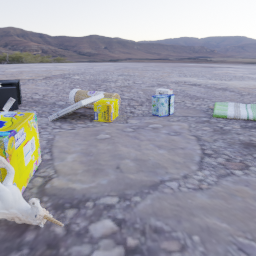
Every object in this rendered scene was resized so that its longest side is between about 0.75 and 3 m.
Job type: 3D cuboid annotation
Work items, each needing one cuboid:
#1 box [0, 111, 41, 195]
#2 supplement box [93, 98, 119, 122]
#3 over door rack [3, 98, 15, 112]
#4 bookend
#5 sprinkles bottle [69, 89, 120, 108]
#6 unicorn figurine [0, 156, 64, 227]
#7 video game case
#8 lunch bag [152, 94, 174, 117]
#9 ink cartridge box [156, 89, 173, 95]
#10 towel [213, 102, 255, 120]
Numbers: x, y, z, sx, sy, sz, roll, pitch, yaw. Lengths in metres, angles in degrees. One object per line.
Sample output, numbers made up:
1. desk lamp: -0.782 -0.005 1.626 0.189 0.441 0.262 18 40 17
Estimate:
1. box: -3.036 0.534 5.532 2.054 1.301 2.132 -2 16 -4
2. supplement box: -0.813 -0.717 10.858 0.691 0.687 1.262 4 17 12
3. over door rack: -4.648 -0.720 8.418 2.160 0.974 2.924 36 6 -27
4. bookend: -5.798 -1.248 11.749 2.617 1.213 2.634 -7 18 -22
5. sprinkles bottle: -1.507 -1.262 12.534 2.346 0.800 0.800 10 19 28
6. unicorn figurine: -2.044 1.091 4.212 1.883 1.293 0.695 -20 8 -2
7. video game case: -1.984 -0.838 10.930 1.634 0.210 1.798 -22 7 25
8. lunch bag: 1.489 -0.929 11.346 0.970 0.825 0.618 -12 20 -34
9. ink cartridge box: 2.057 -2.030 15.971 0.797 0.330 0.585 12 20 34
10. towel: 4.921 -0.729 11.399 2.734 0.420 2.040 5 16 18
